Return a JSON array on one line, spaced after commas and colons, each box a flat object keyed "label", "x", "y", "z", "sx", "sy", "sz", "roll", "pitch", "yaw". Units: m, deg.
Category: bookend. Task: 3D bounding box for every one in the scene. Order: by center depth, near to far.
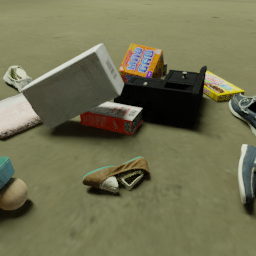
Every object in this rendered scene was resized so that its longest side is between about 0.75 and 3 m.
[{"label": "bookend", "x": 1.186, "y": -1.286, "z": 9.493, "sx": 2.590, "sy": 1.200, "sz": 2.606, "roll": 10, "pitch": 32, "yaw": 17}]

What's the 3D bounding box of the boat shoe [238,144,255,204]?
[{"label": "boat shoe", "x": 2.786, "y": 0.973, "z": 6.183, "sx": 0.614, "sy": 0.744, "sz": 1.987, "roll": 2, "pitch": 20, "yaw": 24}]

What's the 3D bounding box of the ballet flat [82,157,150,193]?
[{"label": "ballet flat", "x": -0.186, "y": 1.105, "z": 6.241, "sx": 1.593, "sy": 0.540, "sz": 0.576, "roll": -13, "pitch": 52, "yaw": -28}]

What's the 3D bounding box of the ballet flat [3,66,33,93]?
[{"label": "ballet flat", "x": -4.326, "y": -2.035, "z": 11.138, "sx": 0.875, "sy": 0.875, "sz": 2.520, "roll": -21, "pitch": 36, "yaw": -31}]

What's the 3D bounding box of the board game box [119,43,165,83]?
[{"label": "board game box", "x": 0.549, "y": -2.151, "z": 10.357, "sx": 1.225, "sy": 1.226, "sz": 1.224, "roll": 18, "pitch": 72, "yaw": 17}]

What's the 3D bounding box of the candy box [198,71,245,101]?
[{"label": "candy box", "x": 3.336, "y": -1.705, "z": 11.079, "sx": 1.201, "sy": 0.310, "sz": 2.349, "roll": -9, "pitch": 32, "yaw": -19}]

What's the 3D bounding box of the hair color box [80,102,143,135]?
[{"label": "hair color box", "x": -0.504, "y": -0.358, "z": 8.568, "sx": 1.735, "sy": 0.531, "sz": 0.881, "roll": 12, "pitch": 34, "yaw": 21}]

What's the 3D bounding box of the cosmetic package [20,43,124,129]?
[{"label": "cosmetic package", "x": -1.537, "y": -1.141, "z": 7.947, "sx": 2.504, "sy": 1.413, "sz": 1.016, "roll": -21, "pitch": 24, "yaw": 18}]

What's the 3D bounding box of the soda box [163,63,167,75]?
[{"label": "soda box", "x": 0.953, "y": -2.498, "z": 12.236, "sx": 1.543, "sy": 0.489, "sz": 0.546, "roll": -17, "pitch": 34, "yaw": -28}]

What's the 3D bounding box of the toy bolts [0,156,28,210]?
[{"label": "toy bolts", "x": -3.118, "y": 1.483, "z": 5.129, "sx": 2.321, "sy": 1.686, "sz": 2.430, "roll": -28, "pitch": 20, "yaw": 43}]

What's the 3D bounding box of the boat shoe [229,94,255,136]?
[{"label": "boat shoe", "x": 3.891, "y": -0.521, "z": 8.573, "sx": 0.978, "sy": 0.808, "sz": 2.612, "roll": -1, "pitch": 31, "yaw": -1}]

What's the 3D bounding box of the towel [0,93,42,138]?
[{"label": "towel", "x": -3.585, "y": -0.507, "z": 9.027, "sx": 2.031, "sy": 0.343, "sz": 2.126, "roll": 25, "pitch": 39, "yaw": 35}]
